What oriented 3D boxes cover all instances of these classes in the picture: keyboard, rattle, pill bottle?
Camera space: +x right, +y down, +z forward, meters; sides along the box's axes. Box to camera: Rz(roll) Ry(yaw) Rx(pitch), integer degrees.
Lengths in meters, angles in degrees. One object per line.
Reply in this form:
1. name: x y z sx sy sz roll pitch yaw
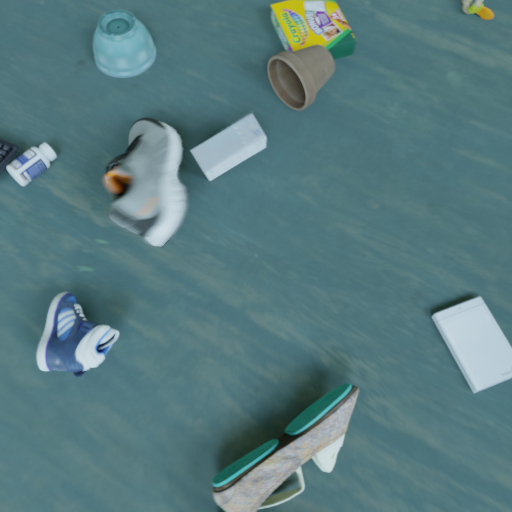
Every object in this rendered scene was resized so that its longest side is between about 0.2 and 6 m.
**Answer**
1. keyboard: -6.056 -2.024 11.108 2.382 0.306 1.430 20 67 16
2. rattle: 5.292 -6.111 13.450 0.654 0.596 0.915 2 39 -9
3. pill bottle: -4.482 -1.852 11.228 0.499 0.499 0.900 39 70 17

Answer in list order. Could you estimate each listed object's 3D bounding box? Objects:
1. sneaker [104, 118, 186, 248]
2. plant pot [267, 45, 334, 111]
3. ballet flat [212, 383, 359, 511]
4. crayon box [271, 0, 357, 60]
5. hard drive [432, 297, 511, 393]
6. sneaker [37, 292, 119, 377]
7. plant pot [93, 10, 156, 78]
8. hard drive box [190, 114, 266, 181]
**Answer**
1. sneaker: -2.110 -1.615 10.252 1.279 1.192 3.225 22 35 -32
2. plant pot: 1.026 -3.881 11.829 1.091 1.251 1.251 -39 70 -18
3. ballet flat: 0.632 3.088 8.678 2.762 0.940 0.929 -33 89 -10
4. crayon box: 1.288 -5.220 12.900 1.465 0.495 1.699 -17 65 -8
5. hard drive: 3.838 1.520 9.724 0.962 0.195 1.458 -19 66 -9
6. sneaker: -2.839 1.233 9.340 1.213 0.668 1.657 -4 38 2
7. plant pot: -2.999 -4.822 12.465 1.399 0.937 1.399 0 63 -1
8. hard drive box: -0.508 -2.062 10.801 1.349 1.051 0.518 -32 89 0
